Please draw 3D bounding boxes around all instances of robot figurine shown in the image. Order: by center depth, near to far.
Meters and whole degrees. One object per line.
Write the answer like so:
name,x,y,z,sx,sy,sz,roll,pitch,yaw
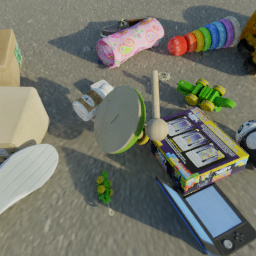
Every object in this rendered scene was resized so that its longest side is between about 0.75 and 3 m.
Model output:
robot figurine,3.635,0.483,7.605,1.180,0.980,1.570,-3,47,-23

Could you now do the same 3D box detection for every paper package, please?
paper package,-5.105,-2.225,9.882,2.382,1.293,2.499,-8,47,-8

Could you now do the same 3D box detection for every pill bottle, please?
pill bottle,-0.990,-0.807,8.354,1.189,0.680,0.680,-41,59,-21

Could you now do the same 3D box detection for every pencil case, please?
pencil case,0.085,-3.371,11.056,2.827,1.236,1.236,-35,56,-27

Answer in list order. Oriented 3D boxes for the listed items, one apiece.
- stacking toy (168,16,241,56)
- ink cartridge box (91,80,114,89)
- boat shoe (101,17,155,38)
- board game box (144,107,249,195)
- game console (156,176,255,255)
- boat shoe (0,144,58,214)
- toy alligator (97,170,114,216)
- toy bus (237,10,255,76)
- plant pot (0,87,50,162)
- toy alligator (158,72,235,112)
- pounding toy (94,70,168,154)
stacking toy,2.980,-3.600,11.290,2.871,1.226,1.226,-16,50,-10
ink cartridge box,-0.829,-1.248,9.632,0.576,0.335,0.796,-30,54,-25
boat shoe,0.010,-4.414,12.256,2.460,0.732,0.884,-4,48,-4
board game box,1.725,0.505,7.683,1.892,0.649,2.289,-17,43,-17
game console,1.762,1.773,6.281,1.676,1.162,1.964,-21,49,-17
boat shoe,-2.987,1.383,6.776,0.909,1.055,2.932,-12,23,49
toy alligator,-0.609,1.649,7.009,0.346,0.379,1.277,-35,44,24
toy bus,5.757,-3.026,10.512,2.576,1.821,2.684,14,49,-9
plant pot,-3.319,0.014,7.693,1.743,1.745,1.545,1,60,1
toy alligator,2.208,-1.135,9.283,2.778,0.754,0.824,29,73,30
pounding toy,0.226,-0.195,7.417,1.100,2.370,1.829,18,63,-40
